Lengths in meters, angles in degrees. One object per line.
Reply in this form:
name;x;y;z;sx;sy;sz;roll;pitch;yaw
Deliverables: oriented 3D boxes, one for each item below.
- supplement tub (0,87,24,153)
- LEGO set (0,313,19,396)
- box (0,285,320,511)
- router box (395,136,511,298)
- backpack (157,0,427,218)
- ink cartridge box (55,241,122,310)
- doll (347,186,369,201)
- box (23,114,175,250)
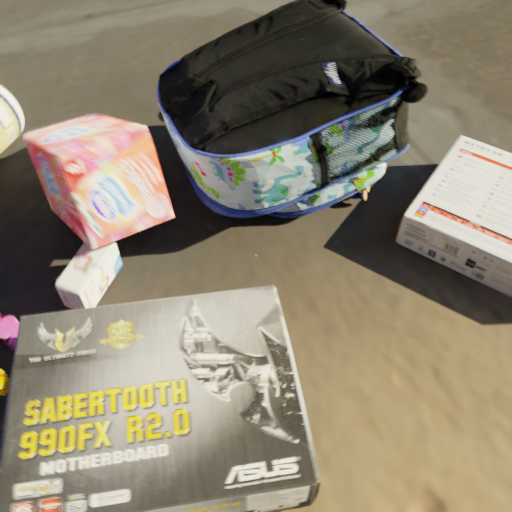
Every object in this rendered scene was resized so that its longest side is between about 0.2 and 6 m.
supplement tub;-5.627;-2.354;10.783;1.427;1.427;1.976;15;51;12
LEGO set;-3.761;1.642;7.781;0.998;0.928;2.433;3;51;3
box;-1.294;1.999;7.473;3.739;0.904;2.961;-6;51;-6
router box;4.406;-0.639;9.801;2.966;0.725;2.662;28;56;22
backpack;0.423;-2.325;9.827;3.732;2.742;3.415;-23;52;-6
ink cartridge box;-2.639;0.294;8.911;0.457;0.780;1.080;22;60;10
doll;1.614;-1.301;10.632;1.018;0.247;0.695;10;64;24
box;-2.650;-1.353;9.117;1.381;1.497;2.916;-24;28;-23
